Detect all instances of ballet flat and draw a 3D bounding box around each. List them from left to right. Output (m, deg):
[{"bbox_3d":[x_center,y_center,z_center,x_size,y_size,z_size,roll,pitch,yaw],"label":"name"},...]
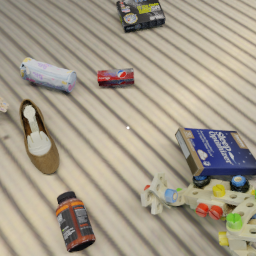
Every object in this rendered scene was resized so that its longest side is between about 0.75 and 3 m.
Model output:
[{"bbox_3d":[-2.357,0.112,7.195,0.755,0.805,2.226,-17,60,-14],"label":"ballet flat"}]

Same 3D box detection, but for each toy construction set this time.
[{"bbox_3d":[1.686,1.640,5.639,2.767,1.275,1.815,17,41,32],"label":"toy construction set"}]

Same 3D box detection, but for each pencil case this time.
[{"bbox_3d":[-2.321,-1.561,8.214,1.598,0.725,0.664,17,74,5],"label":"pencil case"}]

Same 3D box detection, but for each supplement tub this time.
[{"bbox_3d":[-1.187,2.010,6.128,0.649,0.649,1.214,-20,60,-12],"label":"supplement tub"}]

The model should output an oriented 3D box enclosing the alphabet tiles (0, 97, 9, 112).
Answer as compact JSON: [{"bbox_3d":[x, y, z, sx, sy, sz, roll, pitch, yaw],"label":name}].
[{"bbox_3d":[-3.607,-0.674,7.498,0.753,0.056,0.770,26,26,-24],"label":"alphabet tiles"}]

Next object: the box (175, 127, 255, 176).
[{"bbox_3d":[2.276,0.564,6.714,2.089,0.338,1.265,4,43,-21],"label":"box"}]

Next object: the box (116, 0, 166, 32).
[{"bbox_3d":[0.439,-4.058,9.860,1.493,0.330,1.196,-13,66,-5],"label":"box"}]

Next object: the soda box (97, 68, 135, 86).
[{"bbox_3d":[-0.356,-1.505,8.324,1.086,0.344,0.380,-4,71,3],"label":"soda box"}]
